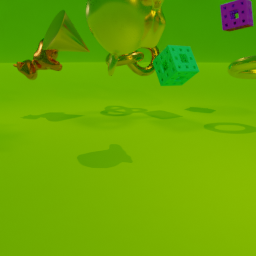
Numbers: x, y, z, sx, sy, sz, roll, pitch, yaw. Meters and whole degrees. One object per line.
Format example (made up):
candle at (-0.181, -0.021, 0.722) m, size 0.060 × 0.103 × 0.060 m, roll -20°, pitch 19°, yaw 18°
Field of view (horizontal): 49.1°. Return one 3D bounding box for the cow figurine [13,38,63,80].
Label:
cow figurine at (-2.896, -2.291, 9.188) m, size 1.484 × 1.508 × 0.828 m, roll 11°, pitch 1°, yaw -3°

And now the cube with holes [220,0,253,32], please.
cube with holes at (3.619, -3.725, 9.296) m, size 0.804 × 0.804 × 0.804 m, roll -2°, pitch 11°, yaw 36°

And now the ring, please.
ring at (3.557, -1.624, 7.567) m, size 1.642 × 0.328 × 1.642 m, roll 1°, pitch -2°, yaw 0°

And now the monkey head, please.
monkey head at (-0.093, -1.856, 4.405) m, size 1.157 × 1.920 × 1.381 m, roll -11°, pitch 34°, yaw -4°

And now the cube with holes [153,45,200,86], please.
cube with holes at (1.618, -2.105, 9.566) m, size 0.978 × 0.978 × 0.978 m, roll -7°, pitch -18°, yaw -31°

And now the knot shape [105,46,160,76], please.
knot shape at (0.032, -2.620, 9.942) m, size 2.063 × 0.953 × 1.931 m, roll 38°, pitch 45°, yaw 7°

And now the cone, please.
cone at (-1.732, -2.684, 8.683) m, size 1.324 × 1.319 × 1.319 m, roll 25°, pitch -1°, yaw -34°
